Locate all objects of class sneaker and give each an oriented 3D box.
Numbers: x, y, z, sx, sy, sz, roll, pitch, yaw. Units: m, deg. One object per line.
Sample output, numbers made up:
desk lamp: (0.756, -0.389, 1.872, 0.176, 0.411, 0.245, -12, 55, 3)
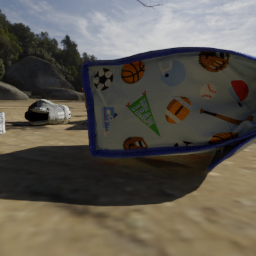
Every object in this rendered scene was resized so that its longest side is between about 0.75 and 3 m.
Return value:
sneaker: (-3.170, -0.547, 9.758, 2.246, 0.843, 1.297, 6, 11, 37)

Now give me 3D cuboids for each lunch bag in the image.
lunch bag: (1.025, -0.335, 4.218, 2.636, 1.632, 2.241, -6, 3, 25)

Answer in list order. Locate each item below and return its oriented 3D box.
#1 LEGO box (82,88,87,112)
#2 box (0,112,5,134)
LEGO box: (-1.314, -1.461, 14.112, 1.750, 1.303, 0.675, -11, -2, -7)
box: (-4.007, -0.015, 5.900, 1.803, 0.569, 2.286, 0, 6, 3)
